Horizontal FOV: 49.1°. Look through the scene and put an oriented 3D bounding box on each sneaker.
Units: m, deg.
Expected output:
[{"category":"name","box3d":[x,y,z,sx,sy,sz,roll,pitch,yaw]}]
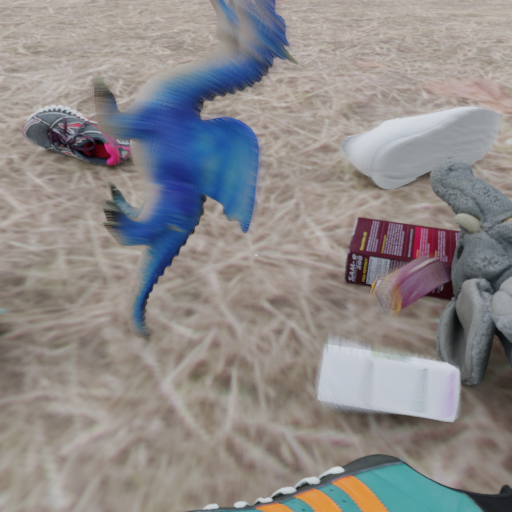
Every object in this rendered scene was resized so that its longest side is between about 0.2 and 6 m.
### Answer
[{"category":"sneaker","box3d":[-3.637,-2.398,11.265,2.426,0.978,0.906,9,36,13]},{"category":"sneaker","box3d":[3.274,-2.319,10.875,3.220,1.230,1.296,-15,33,-20]},{"category":"sneaker","box3d":[0.530,2.210,4.115,3.399,1.213,1.358,6,29,-1]}]

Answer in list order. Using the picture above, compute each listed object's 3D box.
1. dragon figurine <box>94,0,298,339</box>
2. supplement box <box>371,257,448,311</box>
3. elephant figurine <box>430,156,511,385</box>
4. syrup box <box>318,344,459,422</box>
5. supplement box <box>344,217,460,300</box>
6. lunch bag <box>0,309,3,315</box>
[{"category":"dragon figurine","box3d":[-0.608,-0.886,6.053,2.023,4.068,1.197,-3,13,-10]},{"category":"supplement box","box3d":[1.653,0.293,6.041,0.682,0.292,0.377,-28,9,-12]},{"category":"elephant figurine","box3d":[2.982,0.437,6.094,2.283,2.503,3.227,31,1,-14]},{"category":"syrup box","box3d":[1.327,1.284,5.724,1.331,0.542,0.524,9,-1,7]},{"category":"supplement box","box3d":[2.262,0.039,7.874,1.879,0.572,1.023,10,35,14]},{"category":"lunch bag","box3d":[-3.866,0.454,6.086,1.836,1.314,2.155,-29,35,-12]}]
